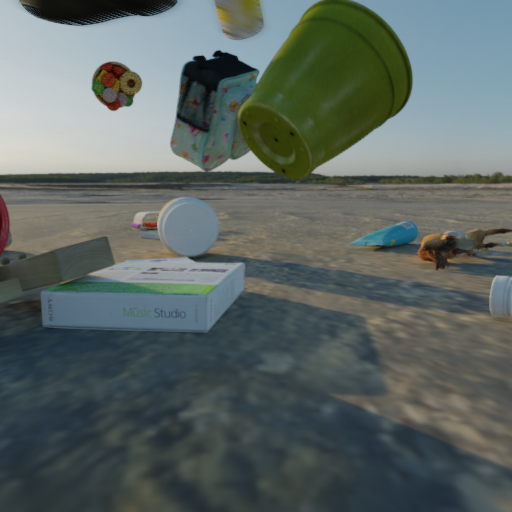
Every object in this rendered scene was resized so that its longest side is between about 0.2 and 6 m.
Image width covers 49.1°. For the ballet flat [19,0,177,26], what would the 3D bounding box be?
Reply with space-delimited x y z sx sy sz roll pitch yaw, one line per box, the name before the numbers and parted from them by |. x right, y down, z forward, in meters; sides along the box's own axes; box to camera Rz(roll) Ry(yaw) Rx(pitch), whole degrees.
ballet flat | -2.053 -3.517 7.382 0.801 0.685 2.412 -17 9 46

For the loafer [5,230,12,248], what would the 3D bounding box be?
loafer | -5.375 -0.347 10.285 0.829 0.948 2.638 -17 1 -2

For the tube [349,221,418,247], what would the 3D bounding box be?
tube | 2.816 -0.393 11.940 0.762 0.496 1.968 -6 5 41

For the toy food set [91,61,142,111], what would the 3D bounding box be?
toy food set | -3.104 -3.740 12.346 1.034 1.023 0.251 31 0 -34

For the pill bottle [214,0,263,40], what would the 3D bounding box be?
pill bottle | -0.261 -3.248 6.900 0.553 0.994 0.553 -8 49 9

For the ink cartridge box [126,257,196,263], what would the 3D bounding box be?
ink cartridge box | -1.285 0.190 7.879 0.950 0.208 0.959 -3 9 -21

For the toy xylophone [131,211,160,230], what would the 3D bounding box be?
toy xylophone | -2.778 -1.106 17.435 2.088 0.525 1.529 -3 7 -24

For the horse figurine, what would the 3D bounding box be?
horse figurine | 3.404 -0.166 9.280 2.149 0.536 1.424 -10 1 -32

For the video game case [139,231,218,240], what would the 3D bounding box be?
video game case | -1.966 -0.537 14.171 1.390 0.168 1.526 -6 9 -43

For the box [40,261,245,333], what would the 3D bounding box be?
box | -1.018 0.362 5.852 1.527 0.385 2.116 1 6 8

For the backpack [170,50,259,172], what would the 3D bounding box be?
backpack | -0.899 -3.256 13.301 1.923 2.509 2.205 34 35 8

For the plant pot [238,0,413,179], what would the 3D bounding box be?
plant pot | 1.146 -3.076 11.224 2.744 2.850 2.850 -48 29 -21

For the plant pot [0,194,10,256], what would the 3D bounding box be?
plant pot | -4.102 -0.382 7.256 1.548 1.548 1.410 -4 2 -31

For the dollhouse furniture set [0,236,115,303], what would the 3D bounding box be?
dollhouse furniture set | -2.527 -0.330 5.068 1.766 1.513 1.857 -11 7 40

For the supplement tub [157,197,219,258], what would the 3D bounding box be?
supplement tub | -1.258 -0.534 10.265 1.084 1.084 1.491 -1 7 -11

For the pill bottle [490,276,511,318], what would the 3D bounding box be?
pill bottle | 2.568 0.408 5.030 0.807 0.458 0.458 5 8 36
